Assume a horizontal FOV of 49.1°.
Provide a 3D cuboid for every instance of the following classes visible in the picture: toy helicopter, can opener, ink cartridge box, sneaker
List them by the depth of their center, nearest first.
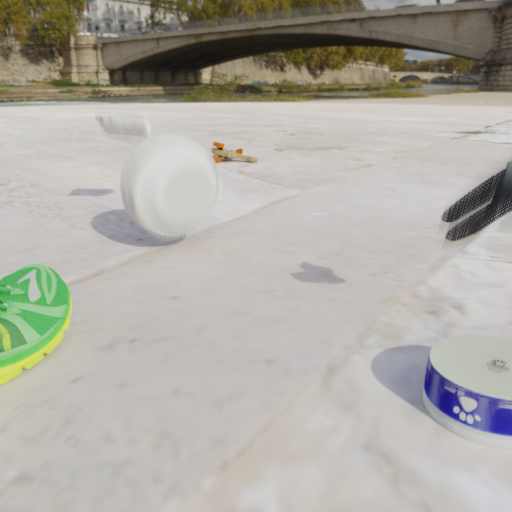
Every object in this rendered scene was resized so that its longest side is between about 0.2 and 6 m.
[{"bbox_3d":[-2.766,0.598,5.262,1.115,1.258,3.010,4,18,15],"label":"sneaker"},{"bbox_3d":[2.342,-0.591,5.430,0.653,0.527,1.662,10,-17,-13],"label":"can opener"},{"bbox_3d":[-2.435,-2.464,10.308,0.852,0.265,1.058,4,-5,-3],"label":"ink cartridge box"},{"bbox_3d":[-0.676,-3.183,17.813,1.533,0.605,1.014,14,12,8],"label":"toy helicopter"}]

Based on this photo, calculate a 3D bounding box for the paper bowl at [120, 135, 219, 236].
[{"bbox_3d":[-1.261,-1.065,8.746,1.550,1.550,0.806,-14,28,-36],"label":"paper bowl"}]

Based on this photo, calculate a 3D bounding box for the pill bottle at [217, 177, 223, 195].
[{"bbox_3d":[-1.229,-1.693,13.295,0.826,0.451,0.451,9,21,24],"label":"pill bottle"}]

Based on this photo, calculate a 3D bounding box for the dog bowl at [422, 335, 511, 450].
[{"bbox_3d":[2.080,1.145,4.905,1.161,0.457,1.161,0,19,0],"label":"dog bowl"}]
